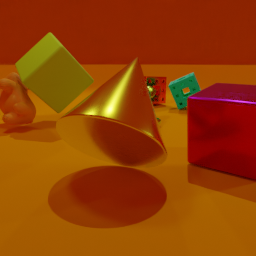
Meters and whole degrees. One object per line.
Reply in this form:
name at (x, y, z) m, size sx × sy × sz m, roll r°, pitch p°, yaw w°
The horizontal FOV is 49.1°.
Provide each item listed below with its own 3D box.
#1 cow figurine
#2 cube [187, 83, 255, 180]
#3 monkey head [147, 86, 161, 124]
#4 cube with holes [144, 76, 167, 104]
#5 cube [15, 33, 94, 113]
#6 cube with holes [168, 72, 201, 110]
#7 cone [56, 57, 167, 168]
cow figurine at (-3.032, -0.792, 7.741) m, size 0.952 × 1.734 × 1.706 m, roll -40°, pitch -11°, yaw 9°
cube at (1.825, -0.033, 4.788) m, size 1.210 × 1.210 × 1.210 m, roll 11°, pitch 25°, yaw 37°
monkey head at (0.341, -0.674, 7.710) m, size 1.346 × 1.127 × 1.870 m, roll 22°, pitch 21°, yaw 26°
cube with holes at (0.791, -1.536, 11.282) m, size 1.050 × 1.050 × 1.050 m, roll -6°, pitch 12°, yaw -36°
cube at (-2.026, -1.514, 7.693) m, size 1.353 × 1.353 × 1.353 m, roll -42°, pitch 42°, yaw 2°
cube with holes at (2.121, -1.366, 10.213) m, size 0.930 × 0.930 × 0.930 m, roll -22°, pitch 11°, yaw 20°
cone at (-0.045, -0.475, 4.465) m, size 1.681 × 1.687 × 1.681 m, roll 13°, pitch -25°, yaw 6°
